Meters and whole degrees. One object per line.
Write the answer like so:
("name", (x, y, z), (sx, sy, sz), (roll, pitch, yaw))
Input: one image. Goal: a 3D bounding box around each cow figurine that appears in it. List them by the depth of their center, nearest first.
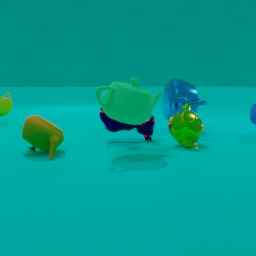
("cow figurine", (0.020, -0.110, 6.303), (1.139, 1.121, 0.625), (-20, 28, 12))

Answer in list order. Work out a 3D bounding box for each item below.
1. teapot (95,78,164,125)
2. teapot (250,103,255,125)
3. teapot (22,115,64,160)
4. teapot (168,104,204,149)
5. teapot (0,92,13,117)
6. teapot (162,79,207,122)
("teapot", (0.055, -0.520, 5.068), (1.545, 0.757, 0.961), (3, 22, -40))
("teapot", (3.462, -0.414, 7.085), (0.781, 0.615, 1.256), (-17, -26, 18))
("teapot", (-1.617, 0.174, 5.266), (1.284, 0.628, 0.798), (28, -7, 42))
("teapot", (1.260, -0.004, 5.869), (0.766, 1.233, 0.604), (19, -40, -23))
("teapot", (-4.117, -0.689, 9.051), (0.660, 1.061, 0.519), (22, -11, 46))
("teapot", (1.511, -0.710, 7.657), (0.991, 1.259, 2.025), (-2, 7, -5))
